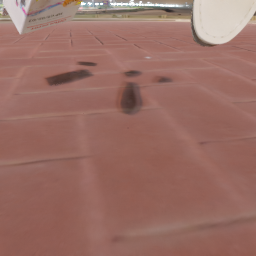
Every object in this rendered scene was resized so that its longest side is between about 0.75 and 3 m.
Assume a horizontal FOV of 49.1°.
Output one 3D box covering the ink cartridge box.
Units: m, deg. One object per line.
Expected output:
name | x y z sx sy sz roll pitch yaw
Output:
ink cartridge box | -1.649 -2.738 5.685 1.363 0.803 2.367 -30 3 -31

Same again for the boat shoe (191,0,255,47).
boat shoe | 1.069 -1.685 3.065 0.678 1.886 0.561 19 -10 -9
